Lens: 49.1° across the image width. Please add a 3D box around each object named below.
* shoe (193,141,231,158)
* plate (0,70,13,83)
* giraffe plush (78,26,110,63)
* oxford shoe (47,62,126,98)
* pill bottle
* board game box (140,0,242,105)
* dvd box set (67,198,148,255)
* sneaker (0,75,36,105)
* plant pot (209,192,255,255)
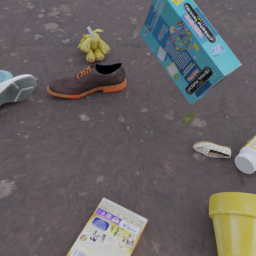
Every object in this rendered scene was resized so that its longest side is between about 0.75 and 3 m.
[{"bbox_3d":[2.593,0.687,8.621,1.177,0.411,0.314,9,43,5],"label":"shoe"},{"bbox_3d":[-5.262,-1.877,11.008,1.415,0.181,1.415,0,50,0],"label":"plate"},{"bbox_3d":[-1.616,-3.567,11.954,1.245,1.443,1.170,-22,24,-22],"label":"giraffe plush"},{"bbox_3d":[-1.545,-1.887,10.411,2.976,1.080,1.059,-12,50,-10],"label":"oxford shoe"},{"bbox_3d":[3.828,0.737,8.352,1.316,0.752,0.752,-34,57,-26],"label":"pill bottle"},{"bbox_3d":[1.574,-2.253,7.844,0.650,2.093,2.772,-33,83,-17],"label":"board game box"},{"bbox_3d":[-0.498,2.783,6.894,1.350,0.271,1.845,21,52,17],"label":"dvd box set"},{"bbox_3d":[-4.604,-1.286,10.003,2.694,0.947,1.079,-35,54,-26],"label":"sneaker"},{"bbox_3d":[2.659,2.396,6.526,1.521,1.521,1.431,8,64,7],"label":"plant pot"}]
